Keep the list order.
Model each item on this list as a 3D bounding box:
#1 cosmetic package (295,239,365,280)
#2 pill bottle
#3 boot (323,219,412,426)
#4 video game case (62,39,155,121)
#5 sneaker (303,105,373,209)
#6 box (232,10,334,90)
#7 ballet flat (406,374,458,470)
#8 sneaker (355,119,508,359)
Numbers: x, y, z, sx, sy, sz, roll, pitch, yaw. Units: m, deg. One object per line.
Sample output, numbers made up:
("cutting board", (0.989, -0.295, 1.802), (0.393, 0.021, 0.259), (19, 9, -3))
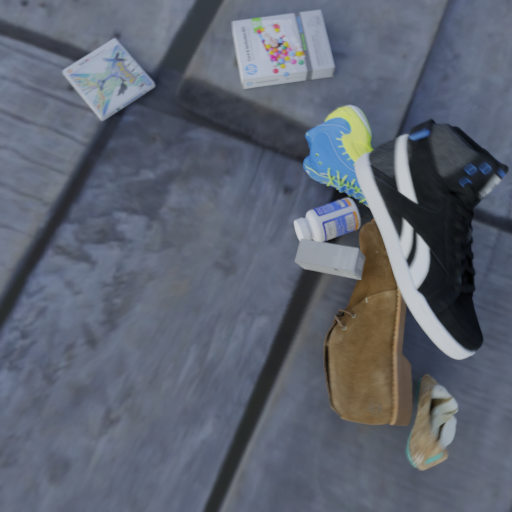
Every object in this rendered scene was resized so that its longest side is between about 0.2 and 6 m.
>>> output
("cosmetic package", (1.161, 0.049, 8.800), (0.981, 0.524, 0.442), (7, 78, 27))
("pill bottle", (1.246, -0.591, 9.927), (1.077, 0.603, 0.603), (-19, 73, -6))
("boot", (1.748, 0.993, 9.125), (1.281, 1.250, 3.395), (0, 75, 4))
("video game case", (-2.928, -3.515, 11.112), (1.274, 0.154, 1.398), (-37, 76, -11))
("sneaker", (1.676, -1.396, 10.101), (1.382, 0.996, 2.631), (-22, 67, 5))
("box", (0.524, -4.139, 11.207), (1.827, 0.376, 1.424), (-9, 72, -2))
("ballet flat", (2.738, 2.442, 8.462), (0.662, 0.613, 1.878), (54, 34, -15))
("sneaker", (2.879, -0.404, 8.043), (1.934, 1.263, 3.458), (-31, 73, 33))
